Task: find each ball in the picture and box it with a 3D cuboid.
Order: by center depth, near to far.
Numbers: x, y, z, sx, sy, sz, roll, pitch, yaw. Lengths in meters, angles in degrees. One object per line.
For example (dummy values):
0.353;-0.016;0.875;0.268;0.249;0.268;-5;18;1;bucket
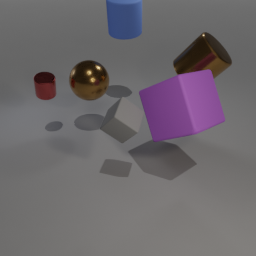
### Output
-1.347;-1.655;9.780;1.400;1.400;1.400;0;28;0;ball

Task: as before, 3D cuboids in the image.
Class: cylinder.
2.485;-2.217;9.424;1.400;1.400;1.400;28;41;-27;cylinder
-2.802;-1.426;9.495;0.700;0.700;0.700;5;46;-5;cylinder
-0.135;-4.502;11.275;1.400;1.400;1.400;-1;41;1;cylinder

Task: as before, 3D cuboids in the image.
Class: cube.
-0.137;-0.183;6.844;0.700;0.700;0.700;34;49;-18;cube
1.385;-0.563;7.209;1.400;1.400;1.400;-18;2;-42;cube
